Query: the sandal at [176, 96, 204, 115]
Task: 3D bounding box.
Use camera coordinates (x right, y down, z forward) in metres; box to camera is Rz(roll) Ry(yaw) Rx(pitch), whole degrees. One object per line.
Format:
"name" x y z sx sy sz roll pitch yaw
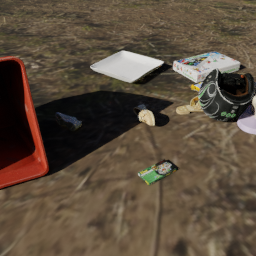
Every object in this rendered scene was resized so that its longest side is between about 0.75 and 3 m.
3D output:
"sandal" 2.232 -0.804 9.177 1.363 0.448 0.500 -14 38 -18

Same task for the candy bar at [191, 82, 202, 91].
"candy bar" 3.106 -1.714 10.644 1.825 0.202 0.455 -23 39 -31

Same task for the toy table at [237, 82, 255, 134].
"toy table" 4.179 -0.676 8.465 1.710 1.089 1.860 25 42 30

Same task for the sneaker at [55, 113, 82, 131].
"sneaker" -1.823 -0.217 8.517 0.959 0.337 0.384 29 35 25

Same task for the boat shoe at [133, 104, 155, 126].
"boat shoe" 0.481 -0.362 8.631 0.401 0.427 1.159 -13 28 -13

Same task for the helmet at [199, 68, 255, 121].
"helmet" 2.911 -0.998 8.516 1.618 1.543 1.618 2 72 -7

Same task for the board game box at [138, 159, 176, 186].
"board game box" 0.719 1.075 6.871 0.862 0.101 0.452 -22 43 -27

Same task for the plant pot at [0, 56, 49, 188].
"plant pot" -3.757 -0.258 6.716 2.825 2.827 2.492 -15 26 -20

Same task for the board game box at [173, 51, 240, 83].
"board game box" 3.277 -2.595 11.701 2.353 0.407 1.485 -18 40 -24

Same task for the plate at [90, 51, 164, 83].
"plate" -0.021 -2.517 11.637 2.257 0.365 2.252 24 43 29
